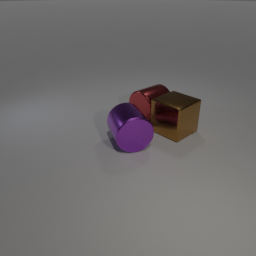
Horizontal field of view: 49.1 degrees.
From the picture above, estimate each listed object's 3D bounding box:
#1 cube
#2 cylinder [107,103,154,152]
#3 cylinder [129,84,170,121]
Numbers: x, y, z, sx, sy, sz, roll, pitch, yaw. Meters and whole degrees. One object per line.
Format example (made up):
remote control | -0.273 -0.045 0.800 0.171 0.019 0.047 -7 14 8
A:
cube | 1.875 -0.502 11.157 1.400 1.400 1.400 -25 37 -38
cylinder | 0.059 -0.041 10.287 1.400 1.400 1.400 -8 30 -15
cylinder | 0.996 -1.087 12.237 1.400 1.400 1.400 -23 36 -36
